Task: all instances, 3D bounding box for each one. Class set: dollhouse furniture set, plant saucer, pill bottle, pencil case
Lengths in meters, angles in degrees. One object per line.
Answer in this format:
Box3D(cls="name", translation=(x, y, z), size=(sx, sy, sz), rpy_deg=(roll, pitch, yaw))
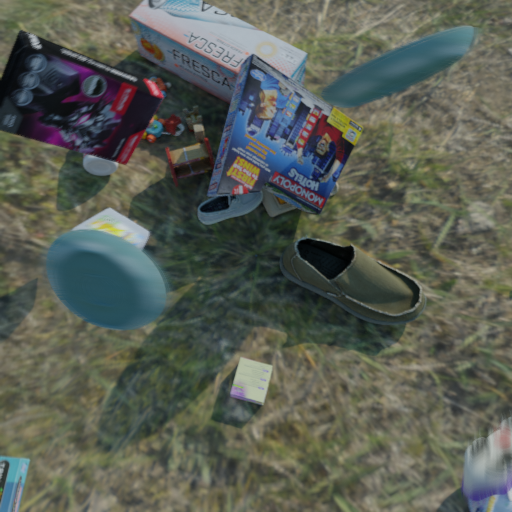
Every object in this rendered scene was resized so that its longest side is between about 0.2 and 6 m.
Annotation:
Box3D(cls="dollhouse furniture set", translation=(-1.566, -2.498, 12.635), size=(0.969, 0.733, 1.801), rpy_deg=(-14, 50, -5))
Box3D(cls="plant saucer", translation=(-2.070, 0.412, 7.544), size=(1.719, 1.719, 0.236), rpy_deg=(14, 38, 6))
Box3D(cls="pill bottle", translation=(-3.466, -2.523, 12.519), size=(0.736, 0.736, 1.311), rpy_deg=(-5, 67, -2))
Box3D(cls="pencil case", translation=(4.787, 4.196, 9.461), size=(2.288, 1.038, 0.951), rpy_deg=(11, 26, 3))
Box3D(cls="plant saucer", translation=(2.478, -3.201, 9.841), size=(2.735, 2.735, 0.375), rpy_deg=(-22, 93, -9))

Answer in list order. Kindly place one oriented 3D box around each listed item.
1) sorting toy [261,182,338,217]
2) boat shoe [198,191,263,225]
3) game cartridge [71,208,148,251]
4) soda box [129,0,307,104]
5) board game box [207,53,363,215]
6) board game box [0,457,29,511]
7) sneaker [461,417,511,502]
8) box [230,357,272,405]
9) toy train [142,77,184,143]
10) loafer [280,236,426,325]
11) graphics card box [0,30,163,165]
Box3D(cls="sorting toy", translation=(0.775, -1.795, 12.438), size=(1.679, 0.306, 1.554), rpy_deg=(-22, 68, -9))
Box3D(cls="boat shoe", translation=(-0.552, -1.126, 11.999), size=(1.498, 0.534, 0.523), rpy_deg=(-23, 70, -6))
Box3D(cls="game cartridge", translation=(-2.146, -0.280, 8.432), size=(0.865, 1.297, 0.263), rpy_deg=(35, 113, -2))
Box3D(cls="soda box", translation=(-0.879, -4.741, 13.165), size=(4.115, 1.308, 1.407), rpy_deg=(31, 71, 12))
Box3D(cls="board game box", translation=(0.339, -2.114, 11.566), size=(2.817, 0.869, 2.815), rpy_deg=(29, 85, -17))
Box3D(cls="board game box", translation=(-5.081, 4.201, 9.786), size=(1.821, 0.427, 1.374), rpy_deg=(4, 67, 2))
Box3D(cls="sneaker", translation=(3.201, 2.594, 7.136), size=(1.728, 0.721, 0.697), rpy_deg=(-8, 32, -28))
Box3D(cls="box", translation=(-0.087, 2.378, 10.615), size=(0.634, 0.348, 0.721), rpy_deg=(13, 67, 6))
Box3D(cls="toy train", translation=(-2.427, -3.494, 13.076), size=(1.301, 0.482, 1.732), rpy_deg=(-23, 68, -9))
Box3D(cls="loafer", translation=(1.897, 0.455, 11.054), size=(3.029, 1.055, 1.139), rpy_deg=(19, 68, 8))
Box3D(cls="graphics card box", translation=(-3.047, -2.614, 9.646), size=(2.511, 1.575, 0.639), rpy_deg=(12, 36, -41))
